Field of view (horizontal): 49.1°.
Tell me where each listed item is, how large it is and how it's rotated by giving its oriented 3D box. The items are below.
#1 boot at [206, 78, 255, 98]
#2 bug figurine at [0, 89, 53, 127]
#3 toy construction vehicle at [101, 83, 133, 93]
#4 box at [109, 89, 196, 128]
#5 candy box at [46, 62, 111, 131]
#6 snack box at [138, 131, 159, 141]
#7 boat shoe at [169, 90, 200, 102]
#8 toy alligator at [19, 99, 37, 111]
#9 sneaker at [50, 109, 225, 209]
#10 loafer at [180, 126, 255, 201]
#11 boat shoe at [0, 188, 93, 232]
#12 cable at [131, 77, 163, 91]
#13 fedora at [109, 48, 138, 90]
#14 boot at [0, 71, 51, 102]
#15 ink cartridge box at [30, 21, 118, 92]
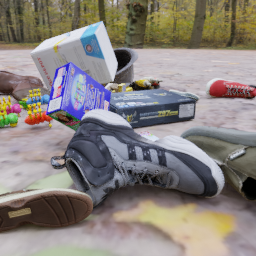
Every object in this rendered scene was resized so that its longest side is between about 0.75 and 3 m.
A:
[{"bbox_3d":[4.266,-1.536,11.290,2.047,0.741,1.477,-8,22,-32],"label":"boot"},{"bbox_3d":[-3.115,-0.524,8.445,1.888,0.626,2.435,-11,25,-12],"label":"bug figurine"},{"bbox_3d":[-0.943,-1.441,10.759,2.056,0.832,2.361,12,22,32],"label":"toy construction vehicle"},{"bbox_3d":[0.470,-0.682,8.802,2.599,0.663,2.050,-7,19,-21],"label":"box"},{"bbox_3d":[-1.081,-0.587,6.513,0.560,1.230,1.454,-13,-31,34],"label":"candy box"},{"bbox_3d":[0.121,0.471,5.840,1.204,0.407,1.015,-10,22,-23],"label":"snack box"},{"bbox_3d":[2.121,-1.151,10.836,1.251,0.455,0.386,15,67,21],"label":"boat shoe"},{"bbox_3d":[-3.320,-0.785,9.592,1.200,0.356,0.325,17,25,40],"label":"toy alligator"},{"bbox_3d":[0.090,0.735,4.386,2.608,0.984,1.484,24,46,15],"label":"sneaker"},{"bbox_3d":[1.797,0.588,4.475,1.128,1.045,3.000,14,-5,-23],"label":"loafer"},{"bbox_3d":[-1.258,1.052,3.964,1.516,0.560,0.561,-2,13,-6],"label":"boat shoe"},{"bbox_3d":[0.409,-2.178,13.139,2.747,0.691,1.334,17,25,40],"label":"cable"},{"bbox_3d":[-0.504,-2.559,12.847,2.381,1.216,2.693,-35,38,-8],"label":"fedora"},{"bbox_3d":[-4.553,-1.521,11.029,2.756,0.950,2.958,-7,24,-21],"label":"boot"},{"bbox_3d":[-2.054,-2.761,11.313,2.672,1.960,1.951,-13,31,13],"label":"ink cartridge box"}]
